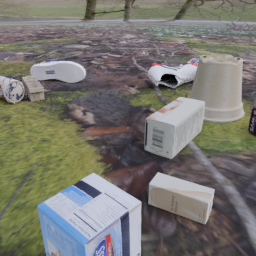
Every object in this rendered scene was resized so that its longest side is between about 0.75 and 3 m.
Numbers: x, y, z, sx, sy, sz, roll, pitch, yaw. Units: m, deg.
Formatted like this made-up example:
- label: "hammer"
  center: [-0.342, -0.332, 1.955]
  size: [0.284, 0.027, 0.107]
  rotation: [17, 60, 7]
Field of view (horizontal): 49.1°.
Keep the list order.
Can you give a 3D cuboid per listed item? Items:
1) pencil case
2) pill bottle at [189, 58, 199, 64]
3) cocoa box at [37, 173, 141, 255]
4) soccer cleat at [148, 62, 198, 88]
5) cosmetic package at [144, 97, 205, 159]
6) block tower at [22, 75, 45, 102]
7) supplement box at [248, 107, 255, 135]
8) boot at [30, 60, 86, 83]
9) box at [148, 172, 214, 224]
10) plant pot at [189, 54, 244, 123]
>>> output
- label: "pencil case"
  center: [-5.073, -1.574, 11.013]
  size: [2.200, 0.984, 0.856]
  rotation: [16, 1, 29]
- label: "pill bottle"
  center: [3.605, -2.909, 13.796]
  size: [0.819, 0.819, 1.369]
  rotation: [-11, 28, -21]
- label: "cocoa box"
  center: [-0.478, 1.564, 3.761]
  size: [0.968, 1.452, 0.953]
  rotation: [22, 33, 37]
- label: "soccer cleat"
  center: [2.270, -2.296, 12.509]
  size: [2.893, 0.993, 1.232]
  rotation: [-2, 48, -21]
- label: "cosmetic package"
  center: [1.321, -0.081, 7.720]
  size: [0.855, 1.013, 1.960]
  rotation: [17, 30, 32]
- label: "block tower"
  center: [-3.908, -1.647, 11.500]
  size: [0.544, 0.582, 2.014]
  rotation: [-12, 27, -24]
- label: "supplement box"
  center: [4.806, 0.165, 7.361]
  size: [1.519, 0.850, 2.791]
  rotation: [-12, 29, -21]
- label: "boot"
  center: [-3.178, -2.880, 13.474]
  size: [2.810, 1.022, 1.269]
  rotation: [6, 32, 15]
- label: "box"
  center: [0.997, 1.317, 5.347]
  size: [1.152, 0.547, 0.448]
  rotation: [12, 29, 26]
- label: "plant pot"
  center: [3.026, -1.461, 9.550]
  size: [2.075, 1.899, 2.075]
  rotation: [0, 26, 0]
